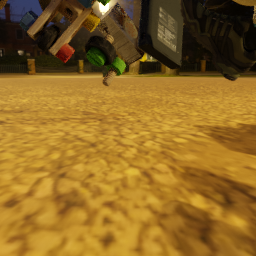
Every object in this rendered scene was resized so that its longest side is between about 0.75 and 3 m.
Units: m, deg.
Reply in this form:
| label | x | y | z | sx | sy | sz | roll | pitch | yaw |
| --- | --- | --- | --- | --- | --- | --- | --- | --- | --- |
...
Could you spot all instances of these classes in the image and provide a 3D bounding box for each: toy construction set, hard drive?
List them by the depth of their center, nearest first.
| label | x | y | z | sx | sy | sz | roll | pitch | yaw |
| --- | --- | --- | --- | --- | --- | --- | --- | --- | --- |
| toy construction set | -1.011 | -2.545 | 4.664 | 2.744 | 2.109 | 2.289 | 25 | -22 | 11 |
| hard drive | 1.144 | -3.569 | 9.066 | 0.462 | 2.810 | 1.961 | -5 | -14 | 41 |

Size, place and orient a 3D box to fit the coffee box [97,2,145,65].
| label | x | y | z | sx | sy | sz | roll | pitch | yaw |
| --- | --- | --- | --- | --- | --- | --- | --- | --- | --- |
| coffee box | -0.146 | -3.083 | 9.224 | 0.683 | 1.713 | 0.979 | -23 | 33 | 39 |

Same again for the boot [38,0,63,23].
| label | x | y | z | sx | sy | sz | roll | pitch | yaw |
| --- | --- | --- | --- | --- | --- | --- | --- | --- | --- |
| boot | -1.716 | -3.355 | 6.772 | 0.860 | 2.303 | 1.116 | -13 | 57 | -22 |

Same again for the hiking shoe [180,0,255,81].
| label | x | y | z | sx | sy | sz | roll | pitch | yaw |
| --- | --- | --- | --- | --- | --- | --- | --- | --- | --- |
| hiking shoe | 2.494 | -2.631 | 7.372 | 1.347 | 2.676 | 1.014 | -35 | 8 | 31 |

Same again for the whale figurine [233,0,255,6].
| label | x | y | z | sx | sy | sz | roll | pitch | yaw |
| --- | --- | --- | --- | --- | --- | --- | --- | --- | --- |
| whale figurine | 1.525 | -2.556 | 2.926 | 1.858 | 2.335 | 1.212 | 15 | -11 | -38 |

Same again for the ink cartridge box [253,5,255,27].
| label | x | y | z | sx | sy | sz | roll | pitch | yaw |
| --- | --- | --- | --- | --- | --- | --- | --- | --- | --- |
| ink cartridge box | 3.640 | -3.480 | 7.130 | 0.655 | 1.554 | 1.135 | 7 | 11 | 26 |
